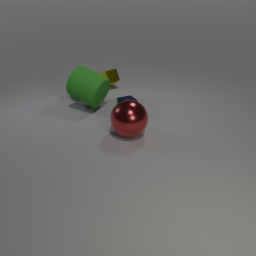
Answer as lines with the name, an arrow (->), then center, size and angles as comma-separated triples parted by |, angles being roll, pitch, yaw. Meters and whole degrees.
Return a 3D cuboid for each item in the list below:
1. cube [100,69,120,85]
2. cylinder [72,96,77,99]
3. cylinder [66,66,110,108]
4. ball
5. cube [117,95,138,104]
cube -> -0.958, -2.671, 14.832 | 0.700, 0.700, 0.700 | -21, 7, -31
cylinder -> -2.453, -1.895, 13.520 | 0.700, 0.700, 0.700 | -12, 68, -20
cylinder -> -1.727, -1.806, 12.234 | 1.400, 1.400, 1.400 | 29, 36, 12
ball -> 0.049, -0.344, 10.334 | 1.400, 1.400, 1.400 | 0, 29, 0
cube -> -0.027, -0.938, 12.172 | 0.700, 0.700, 0.700 | -13, 31, -22
